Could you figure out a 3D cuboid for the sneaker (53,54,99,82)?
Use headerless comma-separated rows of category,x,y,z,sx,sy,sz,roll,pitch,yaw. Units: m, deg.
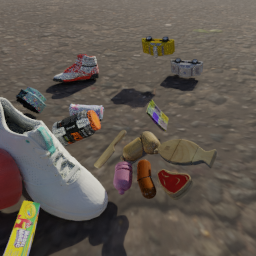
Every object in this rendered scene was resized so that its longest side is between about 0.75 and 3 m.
sneaker,-1.923,-2.195,10.197,1.697,0.910,0.567,-10,17,-17

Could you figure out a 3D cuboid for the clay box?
clay box,-1.616,1.817,4.128,0.304,0.734,1.277,13,34,-11

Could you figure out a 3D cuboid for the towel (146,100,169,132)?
towel,0.776,-0.307,7.195,0.087,0.766,0.550,-26,28,38

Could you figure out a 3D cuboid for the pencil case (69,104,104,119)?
pencil case,-1.195,-0.474,8.057,0.975,0.405,0.442,4,25,7

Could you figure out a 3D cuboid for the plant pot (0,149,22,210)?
plant pot,-2.568,1.011,4.775,1.139,1.139,1.008,20,23,29

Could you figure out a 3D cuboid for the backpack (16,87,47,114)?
backpack,-2.742,-0.779,8.107,0.796,0.706,0.599,28,72,38

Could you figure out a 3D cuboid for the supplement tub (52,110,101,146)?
supplement tub,-1.183,-0.012,6.492,0.999,0.612,0.612,-22,30,13

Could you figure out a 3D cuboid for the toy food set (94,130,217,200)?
toy food set,0.403,0.740,5.215,2.211,0.348,1.405,17,61,45

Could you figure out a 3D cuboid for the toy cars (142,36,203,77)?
toy cars,1.604,-2.527,10.342,2.593,1.163,0.574,31,55,-16

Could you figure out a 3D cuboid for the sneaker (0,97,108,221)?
sneaker,-1.509,0.537,5.108,2.833,1.253,1.066,35,42,8
